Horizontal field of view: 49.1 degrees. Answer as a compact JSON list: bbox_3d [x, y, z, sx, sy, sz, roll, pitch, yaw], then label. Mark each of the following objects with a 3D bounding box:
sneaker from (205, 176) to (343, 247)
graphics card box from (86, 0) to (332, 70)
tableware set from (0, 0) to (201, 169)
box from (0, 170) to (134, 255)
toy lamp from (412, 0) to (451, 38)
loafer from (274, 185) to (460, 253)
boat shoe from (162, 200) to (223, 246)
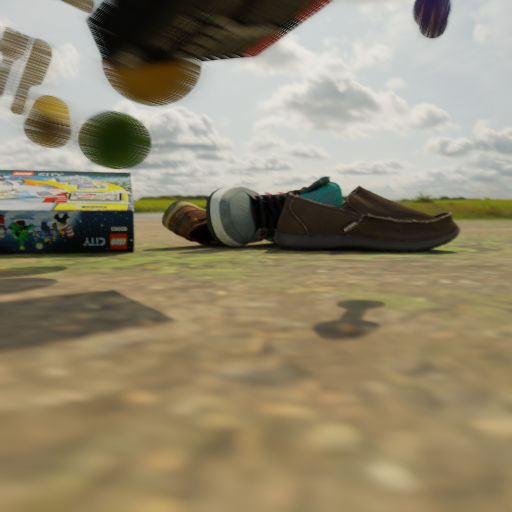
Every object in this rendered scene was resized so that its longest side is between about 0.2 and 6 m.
[{"bbox_3d":[0.684,-0.824,11.141,2.081,1.441,3.447,-8,-1,29],"label":"sneaker"},{"bbox_3d":[-0.389,-2.729,6.122,1.560,0.633,2.487,-19,6,45],"label":"graphics card box"},{"bbox_3d":[-1.795,-2.791,6.744,2.786,0.635,4.136,18,-48,-30],"label":"tableware set"},{"bbox_3d":[-4.395,-0.873,10.193,4.235,0.798,2.893,-1,21,-13],"label":"box"},{"bbox_3d":[1.997,-2.734,6.333,0.419,0.419,1.438,2,17,19],"label":"toy lamp"},{"bbox_3d":[1.979,-0.688,10.115,3.336,1.184,1.218,0,5,4],"label":"loafer"},{"bbox_3d":[-0.848,-0.513,11.412,0.790,0.842,2.340,44,22,32],"label":"boat shoe"}]
